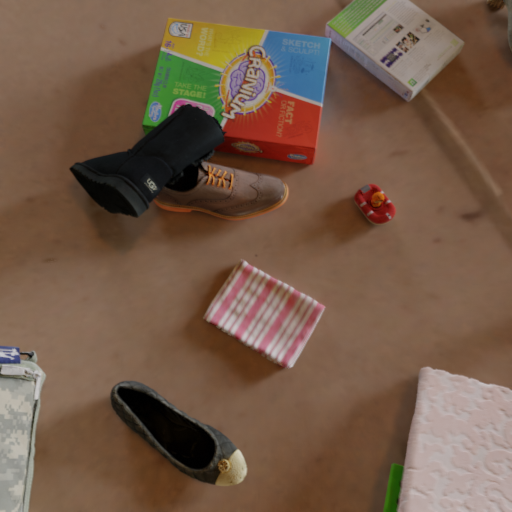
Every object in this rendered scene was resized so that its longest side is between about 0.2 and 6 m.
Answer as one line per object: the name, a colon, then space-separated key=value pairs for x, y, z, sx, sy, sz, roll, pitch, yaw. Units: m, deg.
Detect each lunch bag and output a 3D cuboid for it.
lunch bag: x=-4.097 y=2.709 z=6.970 sx=2.566 sy=2.132 sz=3.060 roll=4 pitch=72 yaw=-15

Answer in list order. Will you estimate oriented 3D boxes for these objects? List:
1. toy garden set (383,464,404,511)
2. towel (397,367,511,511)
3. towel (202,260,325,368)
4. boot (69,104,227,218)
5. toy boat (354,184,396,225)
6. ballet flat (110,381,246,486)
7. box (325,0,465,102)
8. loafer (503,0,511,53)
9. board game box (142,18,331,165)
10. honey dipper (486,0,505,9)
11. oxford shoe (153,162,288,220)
toy garden set: x=2.610 y=3.928 z=7.331 sx=2.101 sy=0.419 sz=1.751 roll=17 pitch=63 yaw=4
towel: x=3.193 y=2.855 z=7.508 sx=2.402 sy=0.387 sz=2.294 roll=15 pitch=60 yaw=4
towel: x=0.119 y=0.852 z=8.449 sx=1.544 sy=0.231 sz=1.130 roll=29 pitch=74 yaw=9
boot: x=-1.648 y=-1.499 z=8.519 sx=1.875 sy=0.852 sz=2.232 roll=-45 pitch=34 yaw=-20
toy boat: x=1.905 y=-0.849 z=8.857 sx=0.466 sy=0.466 sz=0.713 roll=-33 pitch=75 yaw=-10
ballet flat: x=-1.122 y=2.484 z=7.723 sx=2.208 sy=0.627 sz=0.734 roll=30 pitch=75 yaw=9
box: x=2.413 y=-3.823 z=9.863 sx=1.441 sy=0.363 sz=1.997 roll=-44 pitch=79 yaw=-12
loafer: x=4.808 y=-4.126 z=9.578 sx=0.847 sy=0.845 sz=2.423 roll=-11 pitch=84 yaw=-11
board game box: x=-0.279 y=-2.784 z=9.411 sx=2.824 sy=0.570 sz=2.161 roll=8 pitch=73 yaw=2
honey dipper: x=4.845 y=-4.461 z=10.116 sx=1.314 sy=0.249 sz=0.249 roll=23 pitch=74 yaw=6
oxford shoe: x=-0.599 y=-1.051 z=8.722 sx=2.204 sy=0.803 sz=0.786 roll=-1 pitch=73 yaw=1
